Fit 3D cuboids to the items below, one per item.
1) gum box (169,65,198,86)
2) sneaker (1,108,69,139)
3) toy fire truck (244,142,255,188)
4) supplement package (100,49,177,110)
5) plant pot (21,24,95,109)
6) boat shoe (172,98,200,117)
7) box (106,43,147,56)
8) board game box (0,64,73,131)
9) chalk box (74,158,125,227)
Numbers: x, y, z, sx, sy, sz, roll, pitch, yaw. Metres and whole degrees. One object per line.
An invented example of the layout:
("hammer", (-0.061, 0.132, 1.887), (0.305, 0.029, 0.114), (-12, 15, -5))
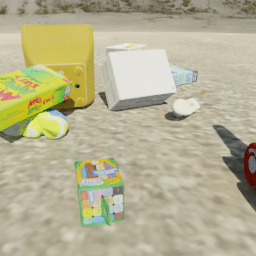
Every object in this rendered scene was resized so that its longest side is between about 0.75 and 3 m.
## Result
("gum box", (1.593, -2.430, 12.972), (2.481, 0.553, 2.108), (-17, 28, -34))
("sneaker", (-2.561, -0.205, 7.484), (2.089, 0.791, 1.097), (15, 13, 3))
("toy fire truck", (2.949, 0.309, 4.361), (1.433, 2.146, 2.556), (1, 23, 2))
("supplement package", (0.305, -1.599, 9.222), (2.022, 1.574, 1.121), (-10, -10, -23))
("plant pot", (-2.270, -1.941, 9.546), (2.492, 2.508, 2.566), (-5, 34, -12))
("boat shoe", (1.657, -0.573, 8.453), (0.550, 0.524, 1.528), (51, 33, 8))
("box", (-0.033, -3.684, 14.874), (1.257, 1.395, 2.481), (11, 24, 24))
("board game box", (-2.622, -0.869, 6.967), (1.212, 0.568, 2.385), (29, 35, 18))
("chalk box", (-0.453, 1.061, 4.446), (0.702, 0.707, 1.133), (-5, 22, -11))
